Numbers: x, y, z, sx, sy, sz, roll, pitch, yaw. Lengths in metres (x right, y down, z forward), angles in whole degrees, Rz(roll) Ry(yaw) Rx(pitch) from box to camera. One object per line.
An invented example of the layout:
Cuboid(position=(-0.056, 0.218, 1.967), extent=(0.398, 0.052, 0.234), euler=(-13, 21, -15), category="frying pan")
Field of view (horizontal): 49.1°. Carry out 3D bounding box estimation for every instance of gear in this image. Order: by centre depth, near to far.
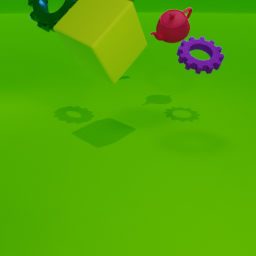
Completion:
Cuboid(position=(-1.713, -3.125, 6.762), extent=(1.587, 1.587, 0.293), euler=(13, 2, 26), category="gear")
Cuboid(position=(2.074, -2.105, 8.059), extent=(1.297, 0.240, 1.297), euler=(2, 57, -3), category="gear")

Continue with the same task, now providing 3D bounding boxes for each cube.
Cuboid(position=(-0.558, -1.996, 6.145), extent=(1.265, 1.265, 1.265), euler=(33, 78, 29), category="cube")

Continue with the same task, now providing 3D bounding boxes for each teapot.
Cuboid(position=(1.375, -3.239, 8.853), extent=(1.758, 0.861, 1.093), euler=(-39, 63, -11), category="teapot")

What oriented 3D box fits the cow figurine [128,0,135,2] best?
Cuboid(position=(-0.094, -5.542, 11.187), extent=(0.582, 1.060, 1.043), euler=(-41, 1, 14), category="cow figurine")
